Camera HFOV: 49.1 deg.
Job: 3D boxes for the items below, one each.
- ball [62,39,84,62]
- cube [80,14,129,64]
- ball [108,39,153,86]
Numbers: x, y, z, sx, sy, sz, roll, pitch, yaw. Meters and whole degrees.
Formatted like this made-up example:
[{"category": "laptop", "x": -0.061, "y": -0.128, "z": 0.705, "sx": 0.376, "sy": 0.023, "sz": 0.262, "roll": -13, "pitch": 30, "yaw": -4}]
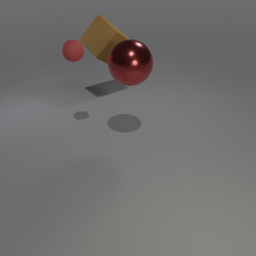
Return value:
[{"category": "ball", "x": -1.758, "y": -2.479, "z": 8.988, "sx": 0.700, "sy": 0.700, "sz": 0.700, "roll": 0, "pitch": 30, "yaw": 0}, {"category": "cube", "x": -0.929, "y": -3.764, "z": 12.231, "sx": 1.400, "sy": 1.400, "sz": 1.400, "roll": 49, "pitch": 18, "yaw": 26}, {"category": "ball", "x": 0.077, "y": -2.002, "z": 8.645, "sx": 1.400, "sy": 1.400, "sz": 1.400, "roll": 0, "pitch": 30, "yaw": 0}]
